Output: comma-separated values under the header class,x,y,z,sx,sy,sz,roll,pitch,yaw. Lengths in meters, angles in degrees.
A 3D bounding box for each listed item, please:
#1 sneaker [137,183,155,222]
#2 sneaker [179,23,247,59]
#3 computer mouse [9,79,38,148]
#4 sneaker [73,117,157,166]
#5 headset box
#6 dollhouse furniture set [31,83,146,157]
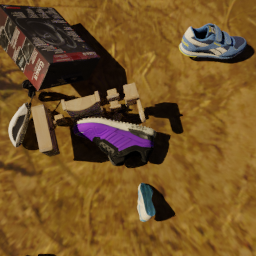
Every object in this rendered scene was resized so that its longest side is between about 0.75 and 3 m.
class,x,y,z,sx,sy,sz,roll,pitch,yaw
sneaker,0.422,1.962,7.523,0.419,0.442,1.095,20,37,-19
sneaker,2.713,-2.705,8.677,2.139,0.880,0.791,-2,52,-5
computer mouse,-3.044,-0.403,7.994,0.424,1.060,1.933,17,85,-10
sneaker,-0.437,0.444,7.821,2.379,0.827,1.183,8,72,2
headset box,-2.261,-2.289,8.069,2.655,1.025,1.976,49,39,12
dollhouse furniture set,-0.985,-0.154,7.745,2.760,1.431,1.222,-15,77,-4
